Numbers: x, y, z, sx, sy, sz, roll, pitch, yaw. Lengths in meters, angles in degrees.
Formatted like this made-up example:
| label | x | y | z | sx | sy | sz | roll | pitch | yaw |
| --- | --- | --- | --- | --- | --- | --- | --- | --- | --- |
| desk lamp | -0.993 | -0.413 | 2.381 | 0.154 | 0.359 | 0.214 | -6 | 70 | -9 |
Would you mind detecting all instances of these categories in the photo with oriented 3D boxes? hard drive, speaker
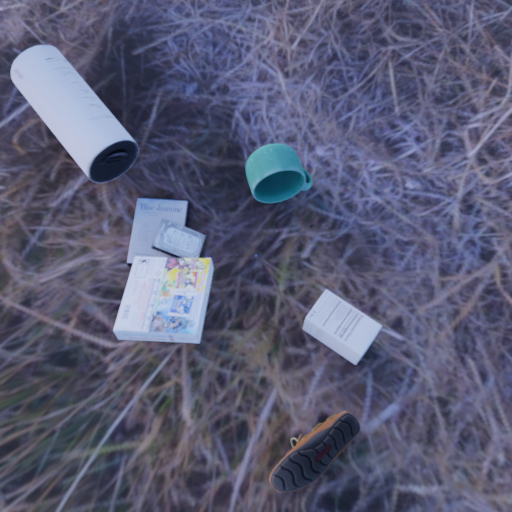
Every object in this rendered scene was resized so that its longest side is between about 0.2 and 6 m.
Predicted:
| label | x | y | z | sx | sy | sz | roll | pitch | yaw |
| --- | --- | --- | --- | --- | --- | --- | --- | --- | --- |
| hard drive | -1.553 | -0.287 | 11.248 | 0.955 | 0.181 | 0.667 | 22 | 64 | -13 |
| speaker | -3.855 | -3.023 | 11.907 | 1.256 | 1.256 | 3.093 | -37 | 75 | -15 |

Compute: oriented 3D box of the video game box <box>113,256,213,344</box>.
| label | x | y | z | sx | sy | sz | roll | pitch | yaw |
| --- | --- | --- | --- | --- | --- | --- | --- | --- | --- |
| video game box | -1.682 | 0.784 | 10.462 | 1.547 | 0.398 | 1.698 | 0 | 53 | 10 |

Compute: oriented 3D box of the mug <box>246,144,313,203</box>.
| label | x | y | z | sx | sy | sz | roll | pitch | yaw |
| --- | --- | --- | --- | --- | --- | --- | --- | --- | --- |
| mug | 0.411 | -1.724 | 11.646 | 1.144 | 1.392 | 0.861 | -25 | 63 | 15 |

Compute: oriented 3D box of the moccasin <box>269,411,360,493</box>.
| label | x | y | z | sx | sy | sz | roll | pitch | yaw |
| --- | --- | --- | --- | --- | --- | --- | --- | --- | --- |
| moccasin | 0.966 | 3.344 | 9.642 | 1.823 | 0.704 | 0.667 | -41 | 87 | -20 |

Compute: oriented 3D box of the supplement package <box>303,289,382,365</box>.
| label | x | y | z | sx | sy | sz | roll | pitch | yaw |
| --- | --- | --- | --- | --- | --- | --- | --- | --- | --- |
| supplement package | 1.583 | 1.333 | 10.424 | 1.215 | 0.737 | 0.727 | 34 | 71 | 14 |

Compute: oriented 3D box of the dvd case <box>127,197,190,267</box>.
| label | x | y | z | sx | sy | sz | roll | pitch | yaw |
| --- | --- | --- | --- | --- | --- | --- | --- | --- | --- |
| dvd case | -1.996 | -0.489 | 11.549 | 1.115 | 0.137 | 1.563 | 3 | 66 | 2 |
